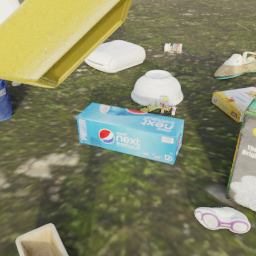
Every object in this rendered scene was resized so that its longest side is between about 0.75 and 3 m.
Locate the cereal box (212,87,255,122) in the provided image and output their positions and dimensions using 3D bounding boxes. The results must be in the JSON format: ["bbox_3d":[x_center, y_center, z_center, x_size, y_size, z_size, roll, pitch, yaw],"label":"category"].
[{"bbox_3d":[3.960,-0.826,9.017,2.014,0.398,1.449,-11,34,-17],"label":"cereal box"}]

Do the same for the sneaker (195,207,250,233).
[{"bbox_3d":[1.728,1.660,5.207,0.963,0.361,0.480,11,18,13],"label":"sneaker"}]

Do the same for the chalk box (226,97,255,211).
[{"bbox_3d":[3.110,0.186,5.178,1.717,2.760,1.709,21,38,30],"label":"chalk box"}]

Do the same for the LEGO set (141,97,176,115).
[{"bbox_3d":[0.950,-0.716,8.767,1.108,0.412,0.510,3,45,3],"label":"LEGO set"}]

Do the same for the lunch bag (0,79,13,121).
[{"bbox_3d":[-4.517,-1.166,8.633,1.422,1.385,2.093,-17,37,-26],"label":"lunch bag"}]

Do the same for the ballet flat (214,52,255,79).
[{"bbox_3d":[4.590,-2.632,11.429,2.664,0.870,0.939,-17,26,-26],"label":"ballet flat"}]

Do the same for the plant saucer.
[{"bbox_3d":[-0.563,-1.036,2.985,1.815,0.440,1.816,-43,9,0],"label":"plant saucer"}]

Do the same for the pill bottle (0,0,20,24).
[{"bbox_3d":[-2.693,-2.163,5.072,1.231,1.231,2.317,-15,34,-22],"label":"pill bottle"}]

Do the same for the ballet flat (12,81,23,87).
[{"bbox_3d":[-4.128,-1.938,10.867,0.359,0.332,1.064,13,35,19],"label":"ballet flat"}]

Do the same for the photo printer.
[{"bbox_3d":[-0.679,-3.175,12.390,2.296,0.797,1.910,-28,42,-36],"label":"photo printer"}]

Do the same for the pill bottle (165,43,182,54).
[{"bbox_3d":[2.259,-3.983,13.990,0.813,0.473,0.473,8,33,12],"label":"pill bottle"}]

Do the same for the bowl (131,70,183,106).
[{"bbox_3d":[1.021,-1.469,9.675,1.821,0.818,1.821,0,31,0],"label":"bowl"}]

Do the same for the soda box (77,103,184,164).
[{"bbox_3d":[0.042,0.082,7.177,2.588,0.830,0.878,12,34,18],"label":"soda box"}]

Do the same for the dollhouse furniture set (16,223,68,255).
[{"bbox_3d":[-1.332,1.959,3.473,1.761,1.578,2.223,-18,36,-26],"label":"dollhouse furniture set"}]
